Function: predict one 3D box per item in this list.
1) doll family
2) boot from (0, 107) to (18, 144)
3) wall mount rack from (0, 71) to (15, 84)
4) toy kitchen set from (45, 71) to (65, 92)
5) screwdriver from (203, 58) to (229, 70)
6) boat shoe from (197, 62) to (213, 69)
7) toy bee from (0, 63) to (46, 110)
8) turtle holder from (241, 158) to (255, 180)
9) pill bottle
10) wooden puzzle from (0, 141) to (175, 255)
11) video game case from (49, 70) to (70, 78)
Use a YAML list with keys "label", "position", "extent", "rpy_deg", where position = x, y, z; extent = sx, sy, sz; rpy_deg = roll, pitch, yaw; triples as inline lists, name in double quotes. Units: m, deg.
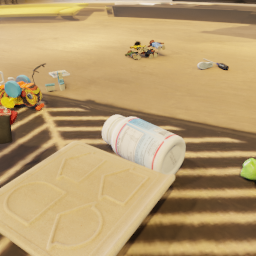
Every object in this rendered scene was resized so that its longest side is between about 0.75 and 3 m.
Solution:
- label: "doll family"
  position: [0.953, -4.382, 15.516]
  extent: [2.316, 0.909, 1.339]
  rpy_deg: [-5, 25, -20]
- label: "boot"
  position: [-3.146, -0.533, 5.791]
  extent: [1.448, 2.007, 0.727]
  rpy_deg: [-17, 3, -16]
- label: "wall mount rack"
  position: [-5.363, -1.642, 10.716]
  extent: [1.699, 0.729, 1.956]
  rpy_deg: [-26, 38, -38]
- label: "toy kitchen set"
  position: [-2.988, -1.894, 11.339]
  extent: [0.747, 0.550, 0.933]
  rpy_deg: [-9, 30, -15]
- label: "screwdriver"
  position: [4.364, -3.299, 14.073]
  extent: [0.272, 0.283, 1.947]
  rpy_deg: [-10, 35, -20]
- label: "boat shoe"
  position: [3.717, -3.040, 13.665]
  extent: [0.992, 0.357, 0.308]
  rpy_deg: [-10, 12, -31]
- label: "toy bee"
  position: [-3.559, -1.101, 9.530]
  extent: [2.427, 1.319, 1.589]
  rpy_deg: [-6, 27, 45]
- label: "turtle holder"
  position: [3.441, 0.749, 5.595]
  extent: [1.496, 1.600, 2.106]
  rpy_deg: [-19, 36, -30]
- label: "pill bottle"
  position: [0.310, 0.368, 6.792]
  extent: [1.076, 1.076, 1.979]
  rpy_deg: [-26, 39, -38]
- label: "wooden puzzle"
  position: [-0.966, 1.404, 5.454]
  extent: [2.991, 0.693, 2.771]
  rpy_deg: [13, 31, 31]
- label: "video game case"
  position: [-3.154, -2.482, 12.854]
  extent: [0.760, 0.090, 0.692]
  rpy_deg: [-17, 34, -29]
